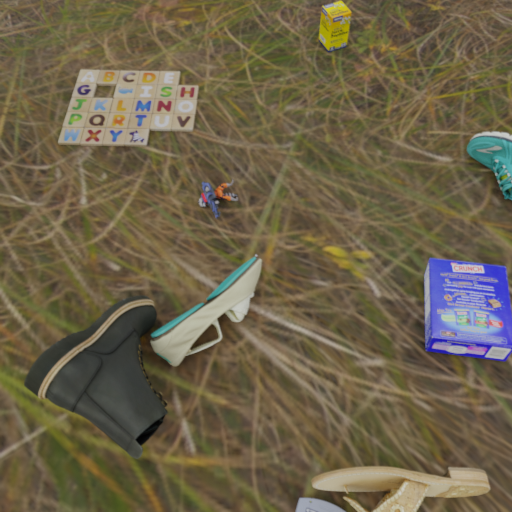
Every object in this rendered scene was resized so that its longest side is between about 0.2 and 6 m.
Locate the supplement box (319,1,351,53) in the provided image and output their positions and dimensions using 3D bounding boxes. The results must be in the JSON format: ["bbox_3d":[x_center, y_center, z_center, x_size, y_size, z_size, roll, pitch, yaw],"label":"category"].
[{"bbox_3d":[2.097,-6.123,14.989,0.586,1.077,0.590,-21,59,-12],"label":"supplement box"}]

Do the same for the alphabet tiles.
[{"bbox_3d":[-3.088,-3.734,14.011,3.186,0.120,2.663,1,57,1],"label":"alphabet tiles"}]

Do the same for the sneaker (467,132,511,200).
[{"bbox_3d":[5.720,-1.785,12.266,1.052,1.023,2.641,-41,66,-14],"label":"sneaker"}]

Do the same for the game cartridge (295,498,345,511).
[{"bbox_3d":[1.045,4.191,8.830,0.891,0.182,0.593,17,62,10],"label":"game cartridge"}]

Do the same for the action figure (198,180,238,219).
[{"bbox_3d":[-0.835,-1.205,12.256,0.870,0.471,0.900,-15,76,0],"label":"action figure"}]

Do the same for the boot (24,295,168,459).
[{"bbox_3d":[-2.035,1.954,9.361,2.067,1.158,2.989,33,31,9],"label":"boot"}]

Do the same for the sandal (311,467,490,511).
[{"bbox_3d":[2.290,3.819,8.564,2.791,1.024,0.918,1,52,-5],"label":"sandal"}]

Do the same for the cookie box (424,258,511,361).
[{"bbox_3d":[3.982,0.986,10.595,1.490,0.654,1.741,7,56,6],"label":"cookie box"}]

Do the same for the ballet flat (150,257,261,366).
[{"bbox_3d":[-0.751,1.085,10.531,2.666,0.926,0.926,-37,64,-19],"label":"ballet flat"}]
